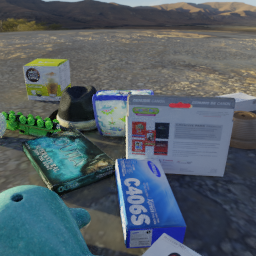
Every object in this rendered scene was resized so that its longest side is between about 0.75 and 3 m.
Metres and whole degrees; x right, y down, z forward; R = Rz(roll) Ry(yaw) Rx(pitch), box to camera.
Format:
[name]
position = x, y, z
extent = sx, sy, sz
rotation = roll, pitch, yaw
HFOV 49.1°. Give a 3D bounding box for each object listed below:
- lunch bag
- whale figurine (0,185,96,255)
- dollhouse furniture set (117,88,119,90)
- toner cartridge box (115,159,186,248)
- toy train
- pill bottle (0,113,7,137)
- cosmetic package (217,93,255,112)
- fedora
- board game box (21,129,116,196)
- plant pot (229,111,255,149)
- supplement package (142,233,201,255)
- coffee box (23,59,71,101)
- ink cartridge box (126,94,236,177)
[lunch bag]
position = -0.108, -0.595, 9.522
extent = 1.947, 1.459, 2.290
rotation = -1, -15, 2
[whale figurine]
position = -1.482, 1.991, 4.911
extent = 2.878, 1.493, 2.290
rotation = 16, 29, 33
[dollhouse furniture set]
position = 0.387, -1.364, 12.747
extent = 1.811, 0.909, 1.186
rotation = 2, 24, -5
[toner cartridge box]
position = 0.402, 1.634, 6.718
extent = 1.220, 0.554, 2.568
rotation = 1, 25, -9
[toy train]
position = -3.634, -0.100, 10.353
extent = 2.698, 0.761, 0.563
rotation = 11, 14, 24
[pill bottle]
position = -5.441, -0.132, 10.226
extent = 1.677, 0.928, 0.928
rotation = 3, 25, 7
[cosmetic package]
position = 4.406, -1.010, 12.445
extent = 2.549, 0.645, 1.052
rotation = -11, 27, -22
[fedora]
position = -1.970, -0.957, 11.469
extent = 2.940, 1.343, 2.940
rotation = -1, 24, 0
[board game box]
position = -1.880, 0.891, 8.626
extent = 1.974, 0.411, 2.919
rotation = -16, 29, -30
[plant pot]
position = 4.106, -0.062, 10.143
extent = 1.907, 0.880, 1.907
rotation = -1, 24, 0
[supplement package]
position = 0.654, 2.625, 4.128
extent = 1.334, 1.026, 1.395
rotation = 20, 33, 36
[coffee box]
position = -4.064, -2.523, 14.382
extent = 1.778, 1.761, 1.781
rotation = 3, 25, 6
[ink cartridge box]
position = 1.390, 0.014, 7.999
extent = 2.802, 2.460, 1.175
rotation = 3, 29, 5
